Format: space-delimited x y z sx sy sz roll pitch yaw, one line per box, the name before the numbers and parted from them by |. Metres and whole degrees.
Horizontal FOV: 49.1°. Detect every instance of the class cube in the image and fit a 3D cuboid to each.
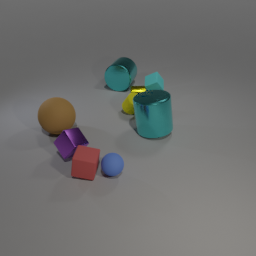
cube | -1.867 0.491 9.230 0.700 0.700 0.700 54 31 14
cube | -1.280 1.046 8.496 0.700 0.700 0.700 11 32 0
cube | 1.289 -2.190 13.728 0.700 0.700 0.700 -17 51 30

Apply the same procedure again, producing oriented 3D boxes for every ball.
ball | -2.682 -0.462 10.577 1.400 1.400 1.400 0 31 0
ball | -0.470 1.097 8.462 0.700 0.700 0.700 0 31 0

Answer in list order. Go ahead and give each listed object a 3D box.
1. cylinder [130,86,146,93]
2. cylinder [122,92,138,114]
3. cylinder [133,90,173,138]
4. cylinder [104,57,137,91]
cylinder | 0.471 -1.644 13.243 0.700 0.700 0.700 -1 31 -1
cylinder | 0.188 -1.051 11.970 0.700 0.700 0.700 12 59 -21
cylinder | 0.953 -0.549 10.524 1.400 1.400 1.400 -7 27 4
cylinder | -0.349 -2.804 14.507 1.400 1.400 1.400 8 31 13
